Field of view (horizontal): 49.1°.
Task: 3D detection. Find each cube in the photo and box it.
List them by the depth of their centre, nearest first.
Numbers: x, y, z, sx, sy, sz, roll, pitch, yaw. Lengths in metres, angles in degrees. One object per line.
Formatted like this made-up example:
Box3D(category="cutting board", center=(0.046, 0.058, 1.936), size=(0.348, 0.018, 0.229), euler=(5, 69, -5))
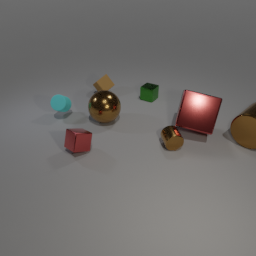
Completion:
Box3D(category="cube", center=(-1.804, 0.434, 10.137), size=(0.700, 0.700, 0.700), euler=(-1, 15, -43))
Box3D(category="cube", center=(2.705, -0.665, 10.970), size=(1.400, 1.400, 1.400), euler=(15, 10, 7))
Box3D(category="cube", center=(1.074, -1.789, 14.049), size=(0.700, 0.700, 0.700), euler=(18, 35, 27))
Box3D(category="cube", center=(-1.240, -2.204, 14.277), size=(0.700, 0.700, 0.700), euler=(-42, 12, -20))

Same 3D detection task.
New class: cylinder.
Box3D(category="cylinder", center=(1.645, 0.375, 10.467), size=(0.700, 0.700, 0.700), euler=(-6, 35, -9))
Box3D(category="cylinder", center=(4.842, -0.123, 10.590), size=(1.400, 1.400, 1.400), euler=(27, 43, 36))
Box3D(category="cylinder", center=(-2.911, -1.068, 12.199), size=(0.700, 0.700, 0.700), euler=(6, 0, 9))

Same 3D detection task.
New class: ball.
Box3D(category="ball", center=(-0.998, -0.906, 11.916), size=(1.400, 1.400, 1.400), euler=(0, 32, 0))
